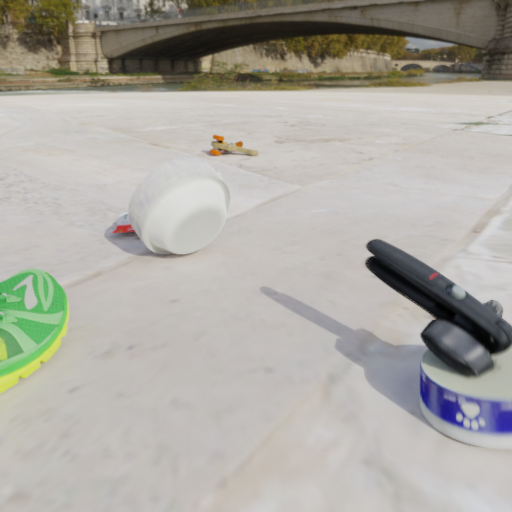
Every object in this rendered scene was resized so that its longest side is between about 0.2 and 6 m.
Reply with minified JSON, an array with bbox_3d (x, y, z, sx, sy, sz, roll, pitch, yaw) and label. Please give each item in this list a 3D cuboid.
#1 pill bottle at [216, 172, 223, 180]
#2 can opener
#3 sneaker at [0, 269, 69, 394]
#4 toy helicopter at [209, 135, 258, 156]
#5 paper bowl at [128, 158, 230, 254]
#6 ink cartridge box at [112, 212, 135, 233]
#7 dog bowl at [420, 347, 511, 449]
[{"bbox_3d":[-1.227,-1.785,13.157,0.826,0.451,0.451,9,22,24],"label":"pill bottle"},{"bbox_3d":[1.592,0.349,5.093,0.653,0.527,1.662,-18,47,-27],"label":"can opener"},{"bbox_3d":[-2.768,0.678,5.180,1.115,1.258,3.010,4,20,14],"label":"sneaker"},{"bbox_3d":[-0.670,-3.373,17.645,1.533,0.605,1.014,14,13,8],"label":"toy helicopter"},{"bbox_3d":[-1.084,-0.647,8.511,1.550,1.550,0.806,-15,53,-36],"label":"paper bowl"},{"bbox_3d":[-2.072,-0.630,10.002,0.852,0.265,1.058,-5,11,2],"label":"ink cartridge box"},{"bbox_3d":[2.032,1.138,4.898,1.161,0.457,1.161,-6,18,2],"label":"dog bowl"}]
